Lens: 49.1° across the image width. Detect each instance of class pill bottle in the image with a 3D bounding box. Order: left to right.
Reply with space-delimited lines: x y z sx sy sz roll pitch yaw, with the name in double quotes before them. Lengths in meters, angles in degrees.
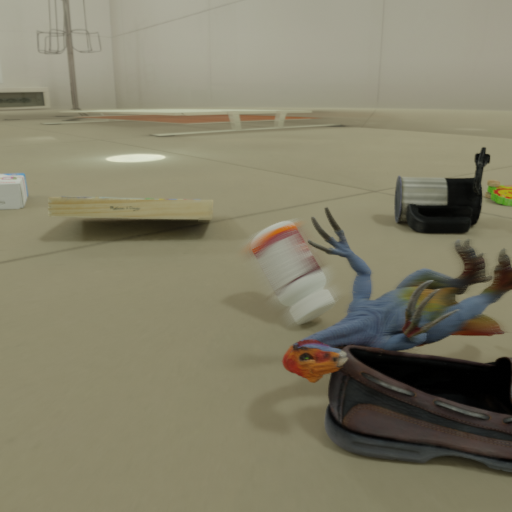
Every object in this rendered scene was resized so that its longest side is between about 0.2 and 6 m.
"pill bottle" 0.403 0.184 6.094 0.566 0.566 1.033 -14 66 -37

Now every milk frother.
"milk frother" 3.199 -1.199 9.705 1.393 1.480 1.336 1 22 6

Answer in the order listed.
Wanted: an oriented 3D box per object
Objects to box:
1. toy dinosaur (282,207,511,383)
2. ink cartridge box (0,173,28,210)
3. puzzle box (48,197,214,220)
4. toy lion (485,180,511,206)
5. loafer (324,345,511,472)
"toy dinosaur" 1.186 0.603 4.422 1.938 2.136 1.122 -32 30 -6
"ink cartridge box" -5.296 -1.345 11.625 0.929 0.544 1.286 -5 20 -17
"puzzle box" -2.024 -0.836 9.653 2.600 0.331 1.730 1 5 -5
"toy lion" 5.487 -1.295 11.893 1.128 0.387 1.081 -3 25 -10
"loafer" 1.641 1.035 3.996 2.272 0.715 0.817 1 18 3
